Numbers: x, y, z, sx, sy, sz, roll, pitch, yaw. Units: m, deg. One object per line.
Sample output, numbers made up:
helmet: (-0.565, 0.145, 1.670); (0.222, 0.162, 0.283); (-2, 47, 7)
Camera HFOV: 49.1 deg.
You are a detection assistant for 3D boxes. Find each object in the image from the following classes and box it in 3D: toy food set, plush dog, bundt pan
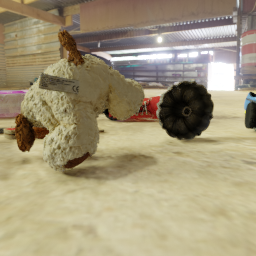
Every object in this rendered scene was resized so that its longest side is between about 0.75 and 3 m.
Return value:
toy food set: (-2.269, -0.085, 8.174); (2.889, 0.455, 1.836); (-6, 12, -27)
plush dog: (-1.271, -0.578, 5.459); (2.176, 2.033, 2.534); (-11, 27, 46)
bundt pan: (1.412, -0.477, 7.287); (1.545, 1.545, 0.580); (-2, 13, -14)

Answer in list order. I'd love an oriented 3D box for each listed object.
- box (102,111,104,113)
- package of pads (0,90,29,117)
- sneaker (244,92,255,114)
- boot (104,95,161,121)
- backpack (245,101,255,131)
box: (-1.664, -1.546, 14.041); (1.668, 1.396, 2.246); (-1, 11, -5)
package of pads: (-5.163, -1.071, 12.144); (2.863, 1.083, 1.725); (-6, 12, -32)
sneaker: (6.039, -0.980, 11.557); (0.976, 1.160, 2.960); (-2, 11, -24)
boot: (0.389, -0.682, 10.498); (2.677, 0.969, 1.931); (-2, 6, 45)
backpack: (4.150, -0.305, 8.628); (1.054, 0.860, 0.810); (6, -4, 2)
